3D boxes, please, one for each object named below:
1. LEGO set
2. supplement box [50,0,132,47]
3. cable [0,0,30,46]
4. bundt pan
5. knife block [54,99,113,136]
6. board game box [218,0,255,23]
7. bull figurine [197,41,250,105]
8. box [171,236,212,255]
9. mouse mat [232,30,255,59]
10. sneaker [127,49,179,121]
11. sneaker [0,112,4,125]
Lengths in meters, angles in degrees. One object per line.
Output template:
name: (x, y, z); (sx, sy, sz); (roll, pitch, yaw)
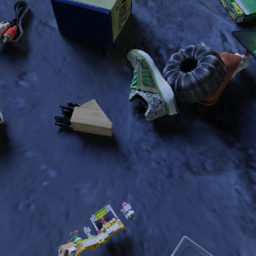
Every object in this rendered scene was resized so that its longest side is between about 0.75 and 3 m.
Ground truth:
LEGO set: (-0.709, 2.039, 5.733); (1.696, 0.780, 0.631); (-23, 58, -27)
supplement box: (-1.057, -3.893, 8.903); (1.903, 1.278, 1.901); (18, 62, 10)
cable: (-3.648, -3.458, 9.053); (1.106, 0.573, 2.277); (13, 61, 9)
bundt pan: (1.691, -1.552, 7.494); (1.722, 0.646, 1.722); (-16, 53, 23)
knife block: (-1.205, -0.142, 7.223); (1.210, 0.441, 1.378); (-31, 65, -16)
board game box: (3.857, -4.868, 10.046); (1.420, 0.318, 2.711); (-13, 61, -10)
bull figurine: (2.422, -1.631, 7.912); (1.426, 0.765, 2.349); (30, 62, 20)
box: (1.522, 3.538, 4.619); (2.744, 0.663, 2.174); (31, 76, 21)
mouse mat: (4.341, -2.304, 8.258); (2.357, 0.089, 1.897); (-14, 59, -30)
sneaker: (0.387, -1.187, 7.637); (1.076, 0.934, 2.428); (-28, 60, -4)
sneaker: (-4.508, -0.847, 7.167); (2.883, 1.245, 1.158); (33, 67, 17)
